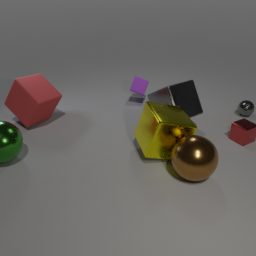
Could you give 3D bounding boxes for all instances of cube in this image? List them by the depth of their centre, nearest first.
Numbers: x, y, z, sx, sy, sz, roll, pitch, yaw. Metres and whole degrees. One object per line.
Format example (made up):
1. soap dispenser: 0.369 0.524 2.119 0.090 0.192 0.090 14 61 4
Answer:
1. cube: 1.218 0.096 9.506 1.400 1.400 1.400 8 30 -22
2. cube: 4.351 0.147 10.550 0.700 0.700 0.700 -17 34 -27
3. cube: 1.879 -0.967 11.238 1.400 1.400 1.400 -19 2 -32
4. cube: -3.845 -1.154 11.410 1.400 1.400 1.400 44 32 7
5. cube: 0.544 -2.002 13.363 0.700 0.700 0.700 22 4 1

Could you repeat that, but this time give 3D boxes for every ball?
1. ball: 2.016 0.907 8.503 1.400 1.400 1.400 0 30 0
2. ball: -4.193 0.456 9.210 1.400 1.400 1.400 0 30 0
3. ball: 5.198 -0.874 12.330 0.700 0.700 0.700 0 30 0
